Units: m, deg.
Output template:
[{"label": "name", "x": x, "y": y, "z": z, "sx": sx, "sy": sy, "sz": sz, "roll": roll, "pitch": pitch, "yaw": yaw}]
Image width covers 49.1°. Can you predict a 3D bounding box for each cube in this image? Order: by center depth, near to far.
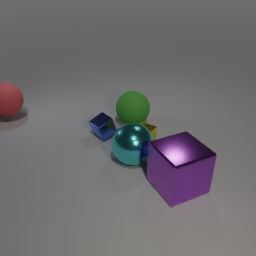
[{"label": "cube", "x": 1.495, "y": 1.138, "z": 8.168, "sx": 1.400, "sy": 1.400, "sz": 1.400, "roll": -14, "pitch": 33, "yaw": -23}, {"label": "cube", "x": 0.585, "y": 0.282, "z": 10.350, "sx": 0.700, "sy": 0.700, "sz": 0.700, "roll": 20, "pitch": 36, "yaw": 30}, {"label": "cube", "x": -0.962, "y": -0.057, "z": 10.757, "sx": 0.700, "sy": 0.700, "sz": 0.700, "roll": -38, "pitch": 44, "yaw": -21}]

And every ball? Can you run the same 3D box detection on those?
[{"label": "ball", "x": 0.156, "y": 0.524, "z": 9.233, "sx": 1.400, "sy": 1.400, "sz": 1.400, "roll": 0, "pitch": 30, "yaw": 0}, {"label": "ball", "x": 0.202, "y": -0.820, "z": 11.516, "sx": 1.400, "sy": 1.400, "sz": 1.400, "roll": 0, "pitch": 30, "yaw": 0}, {"label": "ball", "x": -5.135, "y": -1.193, "z": 11.780, "sx": 1.400, "sy": 1.400, "sz": 1.400, "roll": 0, "pitch": 30, "yaw": 0}]
